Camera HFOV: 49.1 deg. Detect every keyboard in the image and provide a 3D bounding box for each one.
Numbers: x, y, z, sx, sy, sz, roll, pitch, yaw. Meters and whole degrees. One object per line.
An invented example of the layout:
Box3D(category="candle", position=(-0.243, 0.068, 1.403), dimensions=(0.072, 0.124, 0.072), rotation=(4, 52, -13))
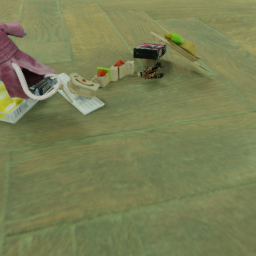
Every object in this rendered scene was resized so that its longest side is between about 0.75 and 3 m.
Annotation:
Box3D(category="keyboard", position=(-1.981, -1.305, 10.085), dimensions=(0.814, 0.154, 2.891), rotation=(-25, 44, -29))

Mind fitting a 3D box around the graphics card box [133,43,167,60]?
Box3D(category="graphics card box", position=(0.940, -3.214, 11.689), dimensions=(1.050, 0.426, 1.674), rotation=(10, 27, 17))

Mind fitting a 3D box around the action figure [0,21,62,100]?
Box3D(category="action figure", position=(-3.498, -1.979, 7.790), dimensions=(1.941, 2.898, 2.158), rotation=(-39, 34, -5))

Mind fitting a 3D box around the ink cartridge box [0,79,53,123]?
Box3D(category="ink cartridge box", position=(-4.248, -1.205, 9.646), dimensions=(2.378, 0.559, 2.350), rotation=(14, 42, 13))

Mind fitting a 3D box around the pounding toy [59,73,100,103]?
Box3D(category="pounding toy", position=(-1.720, -1.336, 9.555), dimensions=(1.346, 0.772, 0.770), rotation=(15, 34, -21))

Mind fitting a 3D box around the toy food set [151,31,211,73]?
Box3D(category="toy food set", position=(2.114, -3.084, 10.690), dimensions=(2.462, 0.494, 1.700), rotation=(23, 20, -33))

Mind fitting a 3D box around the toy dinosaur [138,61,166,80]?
Box3D(category="toy dinosaur", position=(0.908, -2.086, 10.559), dimensions=(0.858, 0.646, 1.265), rotation=(-18, 14, 40))

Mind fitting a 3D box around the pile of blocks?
Box3D(category="pile of blocks", position=(-0.598, -2.288, 10.881), dimensions=(0.884, 0.669, 2.154), rotation=(30, 45, 35))
